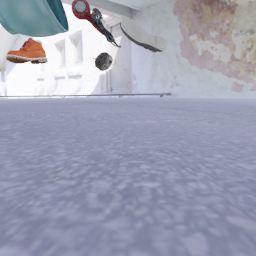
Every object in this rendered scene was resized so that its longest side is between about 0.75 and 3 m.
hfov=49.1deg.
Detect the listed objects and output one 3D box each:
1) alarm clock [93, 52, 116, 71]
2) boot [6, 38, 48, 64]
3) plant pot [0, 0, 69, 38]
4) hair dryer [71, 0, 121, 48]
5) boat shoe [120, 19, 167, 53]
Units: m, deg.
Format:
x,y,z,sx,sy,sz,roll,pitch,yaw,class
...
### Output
x,y,z,sx,sy,sz,roll,pitch,yaw,class
-0.719,-2.108,8.847,0.873,0.589,0.291,14,-11,34,alarm clock
-3.947,-2.988,10.805,0.698,0.997,1.860,-2,11,28,boot
-2.363,-2.922,6.452,1.288,1.923,1.923,-20,6,7,plant pot
-1.192,-3.387,9.021,2.172,0.590,1.654,51,0,36,hair dryer
0.319,-2.173,6.839,1.417,0.474,0.404,15,-18,-35,boat shoe
